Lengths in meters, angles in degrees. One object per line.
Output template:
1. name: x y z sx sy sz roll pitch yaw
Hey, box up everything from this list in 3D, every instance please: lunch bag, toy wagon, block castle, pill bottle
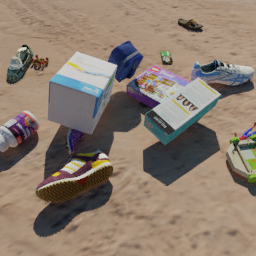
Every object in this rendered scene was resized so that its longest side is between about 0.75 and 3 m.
1. lunch bag: -0.143 -2.725 12.020 1.145 1.685 1.115 -37 83 -26
2. toy wagon: 4.609 1.015 9.787 2.186 0.432 1.696 -7 51 -6
3. block castle: -4.444 -3.414 14.120 0.780 0.366 0.521 18 49 16
4. pill bottle: -4.164 0.140 10.345 0.891 0.891 1.599 27 52 24

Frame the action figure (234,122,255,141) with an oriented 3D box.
1. action figure: 4.374 0.203 10.366 1.294 0.640 0.422 -39 55 -7

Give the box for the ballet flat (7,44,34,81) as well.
1. ballet flat: -5.357 -3.295 13.700 0.891 0.891 2.400 3 47 3

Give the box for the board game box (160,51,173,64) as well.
1. board game box: 2.000 -3.673 14.549 0.543 0.122 1.037 -2 46 1

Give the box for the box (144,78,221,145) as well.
1. box: 2.039 -0.673 10.444 2.895 0.712 1.191 -35 64 -23

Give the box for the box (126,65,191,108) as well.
1. box: 1.681 -1.554 12.180 2.958 0.578 2.024 33 55 27

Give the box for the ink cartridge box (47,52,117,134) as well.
1. ink cartridge box: -1.691 -1.389 10.652 1.782 1.791 2.441 19 41 2

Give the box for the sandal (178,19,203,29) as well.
1. sandal: 3.753 -6.372 16.894 1.654 0.451 0.676 35 55 29

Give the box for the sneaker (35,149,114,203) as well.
1. sneaker: -1.798 1.496 9.125 2.544 0.953 1.146 -17 41 -24

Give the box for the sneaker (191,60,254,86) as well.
1. sneaker: 4.407 -2.595 12.864 2.992 1.084 1.075 -3 45 -5

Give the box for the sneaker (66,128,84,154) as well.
1. sneaker: -1.963 0.328 10.424 0.603 0.583 1.446 7 47 -4
